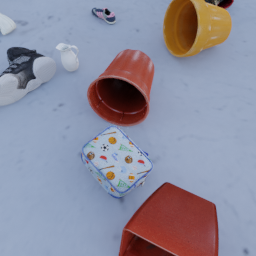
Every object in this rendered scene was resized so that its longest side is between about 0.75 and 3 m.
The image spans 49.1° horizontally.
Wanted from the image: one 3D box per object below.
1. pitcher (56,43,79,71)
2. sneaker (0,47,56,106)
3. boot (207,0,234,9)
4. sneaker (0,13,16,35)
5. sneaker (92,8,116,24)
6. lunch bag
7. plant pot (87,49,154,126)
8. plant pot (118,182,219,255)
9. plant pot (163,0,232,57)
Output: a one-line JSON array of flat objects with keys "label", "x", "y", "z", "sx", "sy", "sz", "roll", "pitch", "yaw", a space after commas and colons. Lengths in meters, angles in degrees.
[{"label": "pitcher", "x": -1.985, "y": -2.458, "z": 9.771, "sx": 0.805, "sy": 0.938, "sz": 0.569, "roll": 9, "pitch": 50, "yaw": 25}, {"label": "sneaker", "x": -3.882, "y": -1.826, "z": 9.450, "sx": 2.669, "sy": 1.007, "sz": 1.519, "roll": -37, "pitch": 61, "yaw": -27}, {"label": "boot", "x": 3.479, "y": -5.687, "z": 12.218, "sx": 1.981, "sy": 0.725, "sz": 1.491, "roll": -19, "pitch": 57, "yaw": -20}, {"label": "sneaker", "x": -5.464, "y": -4.349, "z": 11.377, "sx": 1.806, "sy": 0.679, "sz": 0.799, "roll": 31, "pitch": 73, "yaw": 18}, {"label": "sneaker", "x": -1.022, "y": -4.862, "z": 11.741, "sx": 1.298, "sy": 0.532, "sz": 0.455, "roll": 34, "pitch": 62, "yaw": 21}, {"label": "lunch bag", "x": -0.261, "y": 0.894, "z": 7.543, "sx": 1.470, "sy": 0.693, "sz": 1.834, "roll": -36, "pitch": 74, "yaw": -27}, {"label": "plant pot", "x": -0.037, "y": -1.368, "z": 8.697, "sx": 1.909, "sy": 1.909, "sz": 1.856, "roll": 14, "pitch": 49, "yaw": 9}, {"label": "plant pot", "x": 1.000, "y": 2.353, "z": 6.211, "sx": 1.841, "sy": 1.843, "sz": 1.624, "roll": 23, "pitch": 48, "yaw": 15}, {"label": "plant pot", "x": 2.623, "y": -3.697, "z": 10.216, "sx": 1.889, "sy": 2.063, "sz": 2.063, "roll": -11, "pitch": 55, "yaw": -25}]
